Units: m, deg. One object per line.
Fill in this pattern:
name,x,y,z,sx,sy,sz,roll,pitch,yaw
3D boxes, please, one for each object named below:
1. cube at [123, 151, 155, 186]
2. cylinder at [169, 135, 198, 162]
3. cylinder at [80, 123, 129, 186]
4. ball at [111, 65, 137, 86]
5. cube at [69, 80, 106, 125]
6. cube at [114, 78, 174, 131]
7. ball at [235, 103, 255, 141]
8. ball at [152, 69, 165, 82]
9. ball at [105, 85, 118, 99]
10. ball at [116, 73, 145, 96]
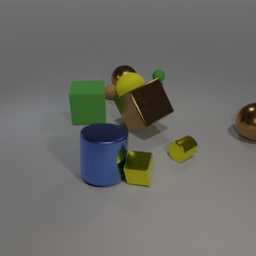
cube,0.335,1.159,8.112,0.700,0.700,0.700,3,44,17
cylinder,1.829,0.678,9.278,0.700,0.700,0.700,-22,36,-35
cylinder,-0.707,0.743,8.295,1.400,1.400,1.400,2,23,-1
ball,-0.174,-2.547,14.511,1.400,1.400,1.400,0,29,0
cube,-1.649,-1.089,11.722,1.400,1.400,1.400,-2,31,-5
cube,0.572,-0.848,10.517,1.400,1.400,1.400,-30,7,-26
ball,4.664,-0.230,10.235,1.400,1.400,1.400,0,29,0
ball,1.680,-2.857,15.326,0.700,0.700,0.700,0,29,0
ball,-0.793,-1.769,13.768,0.700,0.700,0.700,0,29,0
ball,0.139,-1.921,13.310,1.400,1.400,1.400,0,29,0
